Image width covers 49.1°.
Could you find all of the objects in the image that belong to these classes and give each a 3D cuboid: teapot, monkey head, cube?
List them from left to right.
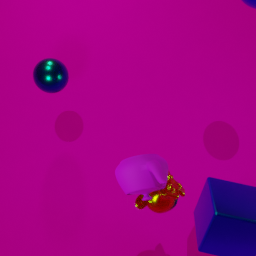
[{"bbox_3d":[0.232,0.710,3.966,0.772,1.242,0.608,-3,70,-21],"label":"teapot"},{"bbox_3d":[0.521,0.988,4.547,0.616,1.022,0.735,-39,65,30],"label":"monkey head"},{"bbox_3d":[2.031,1.818,5.636,1.079,1.079,1.079,12,119,1],"label":"cube"}]

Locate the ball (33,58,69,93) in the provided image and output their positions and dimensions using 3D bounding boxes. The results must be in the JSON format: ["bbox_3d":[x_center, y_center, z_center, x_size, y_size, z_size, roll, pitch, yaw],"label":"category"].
[{"bbox_3d":[-1.902,-1.291,6.934,0.866,0.866,0.866,0,76,0],"label":"ball"}]

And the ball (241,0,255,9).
[{"bbox_3d":[2.406,-2.607,4.816,1.057,1.057,1.057,0,76,0],"label":"ball"}]
